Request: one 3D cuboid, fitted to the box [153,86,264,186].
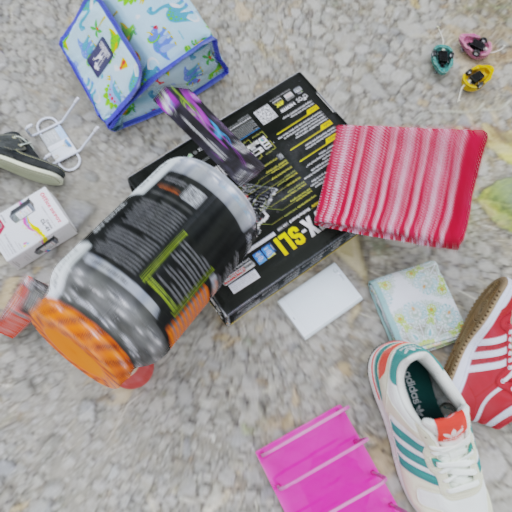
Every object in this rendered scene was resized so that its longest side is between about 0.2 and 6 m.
[{"bbox_3d":[-0.637,-1.793,8.320,0.310,1.229,1.719,-43,94,17],"label":"box"}]

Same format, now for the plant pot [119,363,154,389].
[{"bbox_3d":[-2.123,1.786,9.258,0.776,0.686,0.776,0,70,-1],"label":"plant pot"}]

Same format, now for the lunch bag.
[{"bbox_3d":[-2.266,-3.975,10.815,2.648,1.687,2.251,-32,76,4],"label":"lunch bag"}]

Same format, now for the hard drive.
[{"bbox_3d":[1.123,0.794,9.873,1.261,0.166,0.831,-34,74,-10],"label":"hard drive"}]

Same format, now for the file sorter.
[{"bbox_3d":[1.218,3.569,8.236,1.604,1.448,2.309,-27,73,-8],"label":"file sorter"}]

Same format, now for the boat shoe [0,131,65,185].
[{"bbox_3d":[-4.554,-1.969,10.472,2.279,0.819,0.771,22,77,10],"label":"boat shoe"}]

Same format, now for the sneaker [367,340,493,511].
[{"bbox_3d":[2.688,2.813,8.321,1.156,1.535,3.283,-19,80,-6],"label":"sneaker"}]

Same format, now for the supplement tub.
[{"bbox_3d":[-1.499,0.196,7.869,1.874,1.874,3.059,33,59,11],"label":"supplement tub"}]

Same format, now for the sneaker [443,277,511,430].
[{"bbox_3d":[3.936,1.618,8.978,1.348,0.854,2.397,24,99,7],"label":"sneaker"}]

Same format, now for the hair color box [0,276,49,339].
[{"bbox_3d":[-3.856,0.860,9.165,0.380,1.241,0.630,31,51,-23],"label":"hair color box"}]

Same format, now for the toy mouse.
[{"bbox_3d":[4.158,-4.052,11.441,1.808,0.350,1.607,-36,75,-12],"label":"toy mouse"}]

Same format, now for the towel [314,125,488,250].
[{"bbox_3d":[2.143,-1.149,8.663,2.494,0.280,1.804,12,85,36],"label":"towel"}]

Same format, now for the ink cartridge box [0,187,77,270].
[{"bbox_3d":[-4.061,-0.503,10.120,1.270,0.544,0.937,-35,74,-10],"label":"ink cartridge box"}]

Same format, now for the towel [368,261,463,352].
[{"bbox_3d":[2.795,0.940,9.734,1.283,0.361,1.499,-16,72,-8],"label":"towel"}]

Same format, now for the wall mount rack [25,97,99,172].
[{"bbox_3d":[-3.690,-2.359,10.781,1.189,0.510,1.368,-32,75,-13],"label":"wall mount rack"}]

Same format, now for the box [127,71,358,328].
[{"bbox_3d":[0.164,-1.121,10.124,3.922,0.968,3.132,-35,76,-11],"label":"box"}]
